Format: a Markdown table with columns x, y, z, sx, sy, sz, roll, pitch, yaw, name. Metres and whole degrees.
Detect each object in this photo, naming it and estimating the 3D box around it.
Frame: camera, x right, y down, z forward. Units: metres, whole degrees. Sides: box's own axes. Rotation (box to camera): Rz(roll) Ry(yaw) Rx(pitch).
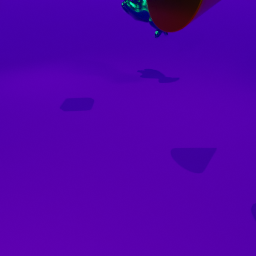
| x | y | z | sx | sy | sz | roll | pitch | yaw | name |
| --- | --- | --- | --- | --- | --- | --- | --- | --- | --- |
| 0.663 | -3.694 | 9.055 | 1.714 | 0.956 | 1.742 | 37 | 8 | -17 | cow figurine |
| 0.879 | -1.613 | 3.269 | 0.962 | 0.958 | 0.958 | -11 | 29 | -31 | cone |
